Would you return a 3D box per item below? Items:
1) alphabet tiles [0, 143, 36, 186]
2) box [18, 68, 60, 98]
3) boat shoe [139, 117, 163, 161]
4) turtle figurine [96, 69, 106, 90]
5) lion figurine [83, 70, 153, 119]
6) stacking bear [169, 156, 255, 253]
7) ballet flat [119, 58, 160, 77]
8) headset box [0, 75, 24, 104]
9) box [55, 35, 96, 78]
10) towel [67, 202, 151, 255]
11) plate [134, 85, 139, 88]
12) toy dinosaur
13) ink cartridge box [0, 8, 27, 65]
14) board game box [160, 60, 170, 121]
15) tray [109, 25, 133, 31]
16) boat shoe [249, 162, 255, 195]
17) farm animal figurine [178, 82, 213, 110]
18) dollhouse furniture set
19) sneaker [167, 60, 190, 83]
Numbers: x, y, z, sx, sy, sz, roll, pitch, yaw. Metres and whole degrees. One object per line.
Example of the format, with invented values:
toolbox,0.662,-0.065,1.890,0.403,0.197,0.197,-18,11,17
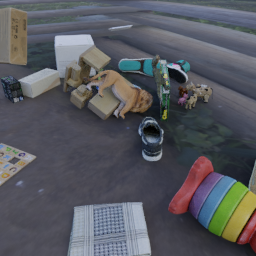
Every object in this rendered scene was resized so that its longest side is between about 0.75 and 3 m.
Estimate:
alphabet tiles,-4.224,1.221,8.898,1.648,0.074,1.971,16,36,23
box,-4.287,-2.220,13.644,0.895,0.733,1.886,19,37,27
boat shoe,0.855,0.154,9.945,0.913,0.729,2.415,-2,33,-4
turtle figurine,-0.966,-2.541,13.445,1.003,1.394,1.351,9,21,41
lion figurine,-0.292,-1.506,11.306,1.732,2.829,1.025,-50,22,-15
stacking bear,2.528,2.015,6.495,2.580,1.567,1.467,32,4,30
ballet flat,0.884,-3.388,15.461,2.782,0.966,0.966,9,34,16
headset box,-5.295,-1.777,12.764,0.507,0.952,1.093,-27,40,-35
box,-2.926,-4.003,15.458,2.067,1.770,2.056,-6,33,-10
towel,-0.461,2.527,6.617,1.863,0.334,1.935,-2,33,-3
plate,-0.316,-1.626,13.183,1.954,0.250,1.954,1,33,0
toy dinosaur,0.696,-0.993,5.968,0.253,1.065,0.469,-13,-5,33
ink cartridge box,-2.702,-2.020,6.280,0.953,1.157,0.435,14,14,37
board game box,1.549,-1.715,12.112,0.349,1.560,2.977,3,32,2
tray,-0.250,-3.466,9.723,0.771,0.085,0.414,-1,25,18
boat shoe,4.004,1.272,7.894,0.994,1.056,2.773,10,34,15
farm animal figurine,3.001,-1.574,12.507,1.661,0.876,1.679,-4,33,-5
dollhouse furniture set,-1.485,-1.604,12.735,2.731,2.225,2.597,38,57,6
sneaker,2.873,-3.021,14.887,1.199,0.830,1.986,-23,37,-16
